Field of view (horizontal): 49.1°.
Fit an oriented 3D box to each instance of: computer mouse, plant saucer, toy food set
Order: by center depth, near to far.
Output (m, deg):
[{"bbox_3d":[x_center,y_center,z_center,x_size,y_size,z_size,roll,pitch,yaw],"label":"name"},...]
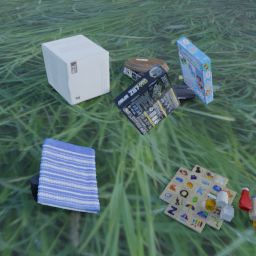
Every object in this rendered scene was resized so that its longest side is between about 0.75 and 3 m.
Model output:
[{"bbox_3d":[2.986,2.067,7.670,1.632,0.779,0.734,18,41,10],"label":"toy food set"},{"bbox_3d":[2.361,-1.846,12.398,2.484,0.572,1.744,-9,48,-1],"label":"computer mouse"},{"bbox_3d":[0.936,-3.191,14.085,2.289,0.337,2.289,4,26,-2],"label":"plant saucer"}]

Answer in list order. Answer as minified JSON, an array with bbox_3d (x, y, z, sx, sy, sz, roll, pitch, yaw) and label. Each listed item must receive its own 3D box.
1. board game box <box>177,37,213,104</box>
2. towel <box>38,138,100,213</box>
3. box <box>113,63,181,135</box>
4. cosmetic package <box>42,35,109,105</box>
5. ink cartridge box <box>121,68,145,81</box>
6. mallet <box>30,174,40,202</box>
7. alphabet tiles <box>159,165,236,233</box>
[{"bbox_3d":[1.610,-1.346,6.689,0.249,1.360,1.029,-30,52,-4],"label":"board game box"},{"bbox_3d":[-1.730,1.332,8.408,1.780,0.293,2.459,18,34,-25],"label":"towel"},{"bbox_3d":[0.628,-0.728,8.122,1.590,1.973,0.484,-38,59,4],"label":"box"},{"bbox_3d":[-2.311,-2.675,12.565,2.026,2.024,2.456,-24,46,-28],"label":"cosmetic package"},{"bbox_3d":[0.687,-2.787,13.978,1.154,0.455,2.320,-25,45,-27],"label":"ink cartridge box"},{"bbox_3d":[-2.125,1.235,8.773,0.492,0.788,2.393,17,42,22],"label":"mallet"},{"bbox_3d":[2.093,2.014,8.382,1.851,0.070,2.225,23,45,26],"label":"alphabet tiles"}]
